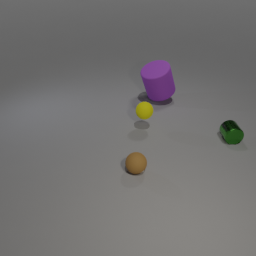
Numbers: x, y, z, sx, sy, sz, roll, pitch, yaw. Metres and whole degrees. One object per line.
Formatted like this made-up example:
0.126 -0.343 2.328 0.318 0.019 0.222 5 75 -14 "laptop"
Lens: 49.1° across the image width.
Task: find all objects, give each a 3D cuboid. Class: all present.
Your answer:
0.261 1.121 8.993 0.700 0.700 0.700 0 30 0 "ball"
0.649 -0.684 11.036 0.700 0.700 0.700 0 30 0 "ball"
3.939 0.159 10.662 0.700 0.700 0.700 -1 31 -2 "cylinder"
1.432 -2.231 13.230 1.400 1.400 1.400 -12 45 12 "cylinder"
